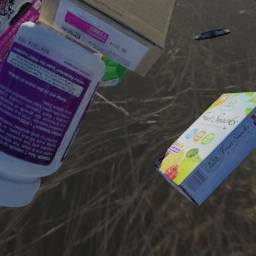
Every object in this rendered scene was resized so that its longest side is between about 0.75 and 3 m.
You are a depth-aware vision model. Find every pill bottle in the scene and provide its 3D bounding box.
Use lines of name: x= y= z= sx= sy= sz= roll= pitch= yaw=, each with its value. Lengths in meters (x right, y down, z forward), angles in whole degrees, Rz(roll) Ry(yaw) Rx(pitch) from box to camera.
pill bottle: x=-1.582 y=-0.164 z=4.663 sx=1.527 sy=1.527 sz=2.719 roll=28 pitch=94 yaw=19

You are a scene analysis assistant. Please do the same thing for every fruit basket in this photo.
fruit basket: x=-0.653 y=-1.501 z=7.186 sx=1.299 sy=0.609 sz=1.204 roll=-4 pitch=57 yaw=35

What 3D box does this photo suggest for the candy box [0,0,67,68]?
candy box: x=-2.530 y=-2.230 z=6.587 sx=0.863 sy=2.831 sz=1.930 roll=44 pitch=95 yaw=-4

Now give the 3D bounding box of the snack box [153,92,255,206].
snack box: x=1.002 y=0.167 z=3.331 sx=1.382 sy=0.983 sz=0.366 roll=-44 pitch=102 yaw=-4

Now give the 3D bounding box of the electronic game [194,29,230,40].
electronic game: x=2.458 y=-2.714 z=8.193 sx=1.015 sy=0.211 sz=1.015 roll=-12 pitch=19 yaw=4

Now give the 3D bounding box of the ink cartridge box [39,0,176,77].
ink cartridge box: x=-0.258 y=-2.078 z=4.906 sx=2.026 sy=0.761 sz=1.669 roll=27 pitch=51 yaw=-12
